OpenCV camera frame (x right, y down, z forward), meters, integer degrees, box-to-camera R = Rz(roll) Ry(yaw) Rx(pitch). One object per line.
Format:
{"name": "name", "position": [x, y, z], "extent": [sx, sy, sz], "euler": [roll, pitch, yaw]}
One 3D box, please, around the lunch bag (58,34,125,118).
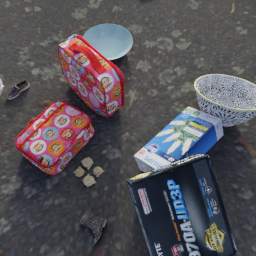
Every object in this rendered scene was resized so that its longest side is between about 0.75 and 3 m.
{"name": "lunch bag", "position": [-1.316, -1.887, 9.770], "extent": [1.127, 2.424, 2.751], "euler": [-38, 67, -19]}

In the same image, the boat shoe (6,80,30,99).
{"name": "boat shoe", "position": [-4.261, -1.505, 10.766], "extent": [1.011, 0.328, 0.364], "euler": [-40, 68, -20]}

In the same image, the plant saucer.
{"name": "plant saucer", "position": [-0.861, -3.548, 11.876], "extent": [2.136, 0.411, 2.136], "euler": [0, 61, 0]}

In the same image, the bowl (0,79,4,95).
{"name": "bowl", "position": [-4.993, -1.468, 10.456], "extent": [0.536, 1.143, 1.143], "euler": [23, 59, -20]}

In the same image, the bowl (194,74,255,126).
{"name": "bowl", "position": [3.396, -0.815, 9.714], "extent": [2.454, 1.151, 2.454], "euler": [5, 36, -3]}

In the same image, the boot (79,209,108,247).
{"name": "boot", "position": [-1.101, 2.948, 8.294], "extent": [0.803, 0.319, 0.923], "euler": [19, 54, 12]}

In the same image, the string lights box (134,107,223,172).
{"name": "string lights box", "position": [1.672, 0.559, 9.059], "extent": [2.700, 0.796, 1.387], "euler": [-40, 41, -21]}

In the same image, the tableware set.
{"name": "tableware set", "position": [-1.307, 1.441, 9.237], "extent": [0.924, 0.107, 0.772], "euler": [38, 68, 20]}

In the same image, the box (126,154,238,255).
{"name": "box", "position": [1.469, 2.392, 7.628], "extent": [2.287, 0.662, 2.877], "euler": [-17, 93, -10]}

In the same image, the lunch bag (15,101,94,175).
{"name": "lunch bag", "position": [-2.534, 0.209, 9.504], "extent": [2.053, 0.955, 2.331], "euler": [29, 64, 21]}
